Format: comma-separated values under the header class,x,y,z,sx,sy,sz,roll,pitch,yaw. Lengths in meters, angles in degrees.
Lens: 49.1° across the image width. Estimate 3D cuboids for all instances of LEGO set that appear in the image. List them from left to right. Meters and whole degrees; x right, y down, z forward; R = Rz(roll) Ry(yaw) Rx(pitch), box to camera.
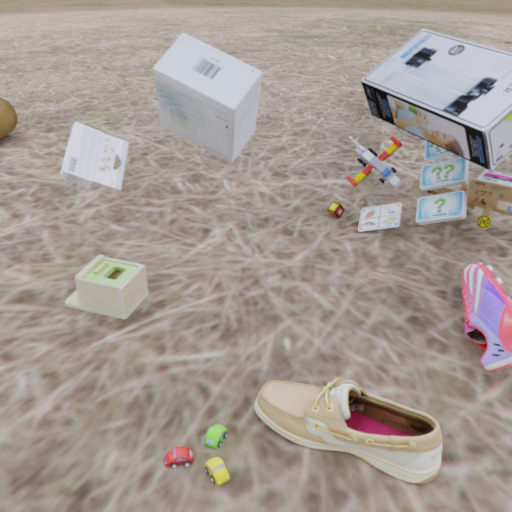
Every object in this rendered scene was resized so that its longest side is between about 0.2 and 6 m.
class,x,y,z,sx,sy,sz,roll,pitch,yaw
LEGO set,2.937,-1.686,12.065,3.064,0.752,2.289,-7,58,37

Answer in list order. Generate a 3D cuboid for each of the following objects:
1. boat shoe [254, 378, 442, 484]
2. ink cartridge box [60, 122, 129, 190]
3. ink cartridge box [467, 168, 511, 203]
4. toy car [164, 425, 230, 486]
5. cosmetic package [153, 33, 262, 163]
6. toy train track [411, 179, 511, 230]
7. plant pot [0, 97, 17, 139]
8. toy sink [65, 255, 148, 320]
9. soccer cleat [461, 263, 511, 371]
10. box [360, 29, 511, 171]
class,x,y,z,sx,sy,sz,roll,pitch,yaw
boat shoe,1.144,1.987,7.136,2.476,0.856,0.913,13,33,21
ink cartridge box,-1.811,-1.090,6.318,0.646,0.164,0.733,19,55,-27
ink cartridge box,4.411,-1.297,10.289,0.842,0.316,0.694,18,34,29
toy car,-0.621,2.412,7.072,0.884,0.197,0.832,12,33,19
cosmetic package,-0.634,-2.029,7.360,1.179,1.183,0.727,29,68,9
toy train track,5.262,-0.725,11.815,4.129,0.672,2.368,18,2,16
plant pot,-8.048,-3.982,16.892,1.300,1.300,1.395,-3,35,-5
toy sink,-2.659,0.495,9.808,1.255,0.703,0.818,10,32,17
soccer cleat,3.693,0.900,9.081,0.991,0.864,2.591,-31,20,12
box,3.714,-3.028,10.453,1.833,0.945,3.144,-39,45,-6
